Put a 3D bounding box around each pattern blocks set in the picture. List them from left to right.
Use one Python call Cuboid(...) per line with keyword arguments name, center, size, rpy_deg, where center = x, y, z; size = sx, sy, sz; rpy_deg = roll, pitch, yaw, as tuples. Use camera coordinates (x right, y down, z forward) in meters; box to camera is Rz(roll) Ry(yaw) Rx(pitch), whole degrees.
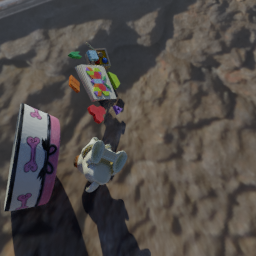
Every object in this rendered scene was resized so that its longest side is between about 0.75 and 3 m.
Cuboid(name="pattern blocks set", center=(-0.982, -1.428, 8.869), size=(2.099, 0.194, 2.388), rpy_deg=(-32, 89, -51))

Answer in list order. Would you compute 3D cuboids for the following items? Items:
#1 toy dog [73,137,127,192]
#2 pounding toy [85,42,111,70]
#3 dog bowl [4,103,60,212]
Cuboid(name="toy dog", center=(-0.847, 0.969, 7.449), size=(1.000, 1.433, 1.390), rpy_deg=(17, 82, -28))
Cuboid(name="pounding toy", center=(-1.095, -2.484, 9.774), size=(0.781, 0.603, 0.849), rpy_deg=(-14, 84, -30))
Cuboid(name="dog bowl", center=(-2.403, 0.753, 7.051), size=(0.977, 2.650, 2.650), rpy_deg=(10, 53, -22))
